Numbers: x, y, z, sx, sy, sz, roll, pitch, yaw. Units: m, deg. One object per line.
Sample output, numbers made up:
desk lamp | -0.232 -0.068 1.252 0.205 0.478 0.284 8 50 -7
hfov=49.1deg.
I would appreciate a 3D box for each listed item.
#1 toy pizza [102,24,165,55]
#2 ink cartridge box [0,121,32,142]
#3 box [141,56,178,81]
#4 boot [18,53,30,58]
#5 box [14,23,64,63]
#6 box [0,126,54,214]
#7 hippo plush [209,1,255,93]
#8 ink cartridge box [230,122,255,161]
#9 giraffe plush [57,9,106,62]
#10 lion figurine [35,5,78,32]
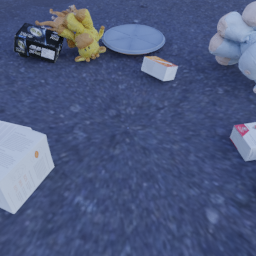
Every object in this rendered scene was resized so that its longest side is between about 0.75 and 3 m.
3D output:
toy pizza | 0.223 -3.516 11.313 2.533 0.401 2.533 1 43 -1
ink cartridge box | -3.346 0.329 7.064 1.489 0.373 1.198 10 43 18
box | 1.048 -2.013 9.427 1.014 0.494 0.631 34 33 32
boot | -3.957 -3.034 10.803 0.695 0.332 0.921 32 44 26
box | -3.281 -3.177 10.428 1.525 0.657 1.249 15 40 -10
box | -2.341 0.844 5.894 0.747 1.070 1.406 17 44 18
hippo plush | 4.018 -2.199 9.049 2.875 2.290 2.312 25 50 -36
ink cartridge box | 3.306 0.284 6.965 1.171 0.488 0.850 -8 42 -9
giraffe plush | -1.614 -3.206 10.393 1.828 1.577 1.482 24 40 -41
lion figurine | -3.089 -4.718 12.533 1.335 0.790 2.180 19 58 10
